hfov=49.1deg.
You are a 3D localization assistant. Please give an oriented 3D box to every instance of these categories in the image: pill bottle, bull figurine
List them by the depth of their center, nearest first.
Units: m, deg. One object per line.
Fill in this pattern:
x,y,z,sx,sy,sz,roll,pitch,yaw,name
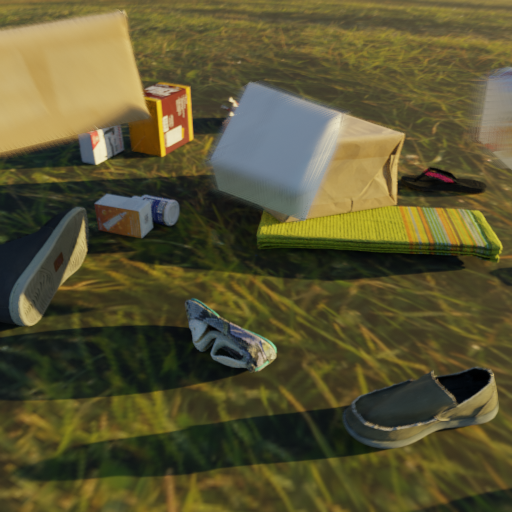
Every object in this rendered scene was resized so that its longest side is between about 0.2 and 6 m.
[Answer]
-2.017,-0.911,10.975,0.916,0.509,0.509,12,34,19,pill bottle
-0.372,-4.031,15.929,0.963,0.517,1.587,24,13,-28,bull figurine

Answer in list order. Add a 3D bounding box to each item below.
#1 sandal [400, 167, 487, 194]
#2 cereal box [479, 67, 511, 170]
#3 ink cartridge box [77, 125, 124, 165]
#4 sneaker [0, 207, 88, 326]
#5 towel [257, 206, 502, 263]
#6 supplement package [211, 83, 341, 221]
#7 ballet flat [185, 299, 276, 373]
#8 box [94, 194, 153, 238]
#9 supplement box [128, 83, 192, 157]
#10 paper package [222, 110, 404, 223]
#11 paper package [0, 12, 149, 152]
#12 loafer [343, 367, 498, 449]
4.139,-1.714,12.368,1.856,0.418,0.697,5,32,8,sandal
4.472,-1.804,8.920,0.422,1.538,2.137,-30,56,-4,cereal box
-3.815,-2.834,13.821,0.458,0.810,1.104,14,35,23,ink cartridge box
-3.784,-0.040,9.027,1.455,1.024,2.739,7,33,6,sneaker
2.194,-0.505,10.512,4.237,0.383,1.823,3,25,7,towel
0.319,-1.547,8.486,1.474,1.084,1.409,22,75,10,supplement package
-0.523,1.110,7.661,1.697,0.610,0.610,24,39,35,ballet flat
-2.509,-0.761,10.647,0.947,0.589,0.462,10,33,16,box
-2.445,-3.512,14.342,0.959,1.425,1.445,15,35,23,supplement box
1.080,-1.998,11.493,2.764,1.500,2.900,-10,26,-20,paper package
-3.581,-2.683,8.785,3.019,1.562,2.878,-20,24,-21,paper package
1.947,1.671,6.585,1.963,0.684,0.738,-9,33,-15,loafer
